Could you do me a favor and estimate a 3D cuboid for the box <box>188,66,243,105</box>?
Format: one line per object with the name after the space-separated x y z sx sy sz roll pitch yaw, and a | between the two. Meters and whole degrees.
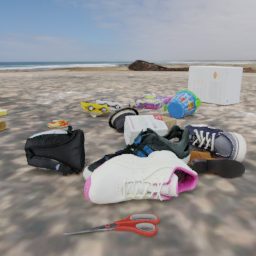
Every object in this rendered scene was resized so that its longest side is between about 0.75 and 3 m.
4.728 -2.404 15.464 1.362 1.950 2.562 -9 17 -36 | box

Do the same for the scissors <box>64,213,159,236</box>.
-0.222 1.458 4.204 1.413 0.098 0.517 -1 17 0 | scissors

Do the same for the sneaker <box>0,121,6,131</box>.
-4.711 -0.014 9.393 0.513 0.426 1.138 1 6 35 | sneaker

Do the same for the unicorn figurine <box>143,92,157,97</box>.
1.263 -1.918 16.906 0.757 0.407 1.102 14 32 12 | unicorn figurine

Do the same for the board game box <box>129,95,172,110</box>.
1.235 -1.379 14.778 1.508 0.406 2.513 2 14 26 | board game box

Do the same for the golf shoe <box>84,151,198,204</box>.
0.309 0.914 4.946 2.142 0.807 0.980 -11 21 -32 | golf shoe

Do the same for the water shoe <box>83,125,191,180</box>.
0.235 0.486 5.957 2.602 1.027 0.930 -10 21 -33 | water shoe

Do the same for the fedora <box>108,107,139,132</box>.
-0.086 -0.186 9.420 1.095 1.095 0.500 -6 48 -23 | fedora

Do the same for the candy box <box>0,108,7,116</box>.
-6.204 -0.757 12.529 0.887 0.229 1.736 -10 18 -44 | candy box

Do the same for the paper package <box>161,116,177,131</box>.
1.201 -0.142 9.808 0.753 0.390 0.718 -13 19 -39 | paper package

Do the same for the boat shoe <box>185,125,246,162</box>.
2.028 0.366 6.977 0.960 0.773 2.071 8 5 -6 | boat shoe

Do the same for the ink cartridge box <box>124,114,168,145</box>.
0.450 0.132 7.604 1.008 0.729 0.733 -3 37 -12 | ink cartridge box

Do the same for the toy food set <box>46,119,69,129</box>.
-2.565 -0.142 10.206 0.779 0.189 0.771 -12 18 -37 | toy food set

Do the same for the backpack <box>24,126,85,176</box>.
-1.621 0.522 6.281 1.277 1.065 0.808 -2 -6 6 | backpack

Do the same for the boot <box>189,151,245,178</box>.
1.945 0.801 6.453 1.157 0.421 1.229 -5 5 6 | boot

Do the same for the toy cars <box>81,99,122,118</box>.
-1.155 -0.839 12.322 1.097 0.542 2.448 20 17 19 | toy cars

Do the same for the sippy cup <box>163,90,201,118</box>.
2.214 -0.925 11.712 1.149 1.464 1.073 47 43 11 | sippy cup
